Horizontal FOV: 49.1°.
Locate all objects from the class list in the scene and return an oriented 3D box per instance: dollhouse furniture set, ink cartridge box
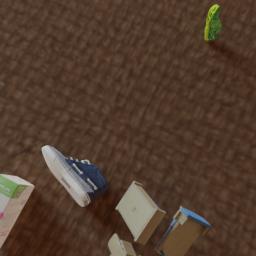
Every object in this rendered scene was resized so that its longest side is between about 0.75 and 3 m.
[{"bbox_3d":[0.734,2.637,7.220,1.993,1.301,1.882,30,96,-29],"label":"dollhouse furniture set"},{"bbox_3d":[-3.398,2.262,7.340,0.668,1.162,1.985,25,78,8],"label":"ink cartridge box"}]

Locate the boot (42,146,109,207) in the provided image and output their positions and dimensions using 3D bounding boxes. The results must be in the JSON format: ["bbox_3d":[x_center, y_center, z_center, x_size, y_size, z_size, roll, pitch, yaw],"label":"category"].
[{"bbox_3d":[-1.504,1.165,7.923,0.943,0.759,2.088,-31,70,-33],"label":"boot"}]

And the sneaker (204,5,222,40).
[{"bbox_3d":[2.665,-3.243,8.614,0.489,1.170,0.433,3,55,4],"label":"sneaker"}]
